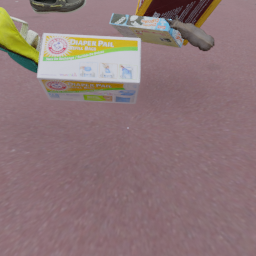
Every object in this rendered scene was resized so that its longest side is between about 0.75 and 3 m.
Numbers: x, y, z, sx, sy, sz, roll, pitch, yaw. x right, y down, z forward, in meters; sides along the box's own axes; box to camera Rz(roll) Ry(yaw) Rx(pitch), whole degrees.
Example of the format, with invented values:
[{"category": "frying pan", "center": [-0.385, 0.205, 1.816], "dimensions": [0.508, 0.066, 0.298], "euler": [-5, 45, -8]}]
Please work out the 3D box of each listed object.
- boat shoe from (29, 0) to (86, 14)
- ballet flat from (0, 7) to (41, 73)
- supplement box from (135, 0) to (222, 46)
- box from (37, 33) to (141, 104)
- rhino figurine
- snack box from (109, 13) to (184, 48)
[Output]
[{"category": "boat shoe", "center": [-2.610, -4.716, 10.403], "dimensions": [2.059, 0.616, 0.736], "euler": [-6, 74, 1]}, {"category": "ballet flat", "center": [-2.754, -2.185, 7.238], "dimensions": [0.970, 0.973, 2.903], "euler": [24, -1, 4]}, {"category": "supplement box", "center": [1.698, -4.440, 9.548], "dimensions": [2.130, 2.100, 1.414], "euler": [24, 46, -16]}, {"category": "box", "center": [-0.733, -1.166, 5.697], "dimensions": [1.916, 1.078, 0.971], "euler": [2, 73, -2]}, {"category": "rhino figurine", "center": [0.880, -1.363, 4.007], "dimensions": [0.831, 0.249, 0.364], "euler": [31, 18, -1]}, {"category": "snack box", "center": [0.629, -3.256, 9.358], "dimensions": [2.223, 0.412, 1.292], "euler": [19, 1, 29]}]
